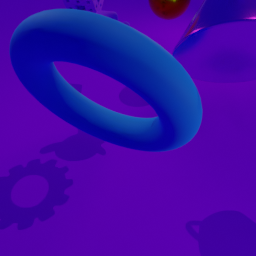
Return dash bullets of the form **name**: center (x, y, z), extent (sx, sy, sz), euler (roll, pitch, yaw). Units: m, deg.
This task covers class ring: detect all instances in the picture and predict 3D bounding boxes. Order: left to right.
- **ring**: center (-0.190, -0.266, 2.262), extent (1.579, 1.579, 0.316), euler (16, 68, 19)

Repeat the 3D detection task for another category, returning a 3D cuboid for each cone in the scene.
- **cone**: center (0.820, -0.956, 2.167), extent (0.917, 0.917, 0.920), euler (4, 76, 4)

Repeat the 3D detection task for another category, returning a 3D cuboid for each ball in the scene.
- **ball**: center (1.092, -3.443, 7.359), extent (1.129, 1.129, 1.129), euler (0, 40, 0)

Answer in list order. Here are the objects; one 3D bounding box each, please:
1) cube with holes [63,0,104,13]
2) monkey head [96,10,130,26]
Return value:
- **cube with holes**: center (-1.159, -3.461, 7.393), extent (0.808, 0.808, 0.808), euler (8, 73, 9)
- **monkey head**: center (-0.493, -1.816, 5.922), extent (1.569, 1.128, 0.945), euler (36, 67, -9)
